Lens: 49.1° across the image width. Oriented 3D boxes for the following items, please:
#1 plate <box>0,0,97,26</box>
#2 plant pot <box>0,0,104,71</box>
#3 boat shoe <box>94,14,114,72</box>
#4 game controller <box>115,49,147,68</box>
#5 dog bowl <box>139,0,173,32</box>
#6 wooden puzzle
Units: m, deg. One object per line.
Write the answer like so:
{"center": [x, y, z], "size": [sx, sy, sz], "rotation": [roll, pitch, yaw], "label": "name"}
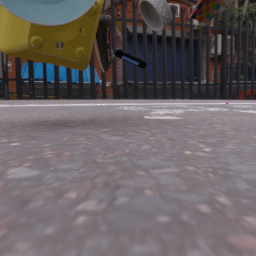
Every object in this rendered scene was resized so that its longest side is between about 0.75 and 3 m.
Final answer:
{"center": [-1.222, -2.470, 4.070], "size": [1.859, 1.859, 0.238], "rotation": [-2, 20, -18], "label": "plate"}
{"center": [-2.026, -2.918, 7.584], "size": [2.597, 2.580, 2.657], "rotation": [7, 20, -28], "label": "plant pot"}
{"center": [-0.809, -2.985, 10.269], "size": [0.789, 0.926, 2.769], "rotation": [-14, -23, -1], "label": "boat shoe"}
{"center": [0.102, -2.443, 9.957], "size": [1.203, 0.253, 0.628], "rotation": [23, -14, -6], "label": "game controller"}
{"center": [0.808, -3.483, 8.473], "size": [0.364, 1.242, 1.242], "rotation": [-39, 16, -10], "label": "dog bowl"}
{"center": [1.859, -2.819, 6.583], "size": [0.644, 1.087, 0.076], "rotation": [3, 47, -34], "label": "wooden puzzle"}
